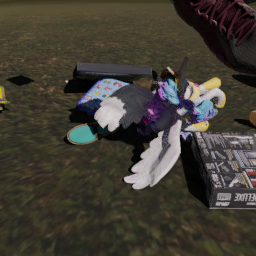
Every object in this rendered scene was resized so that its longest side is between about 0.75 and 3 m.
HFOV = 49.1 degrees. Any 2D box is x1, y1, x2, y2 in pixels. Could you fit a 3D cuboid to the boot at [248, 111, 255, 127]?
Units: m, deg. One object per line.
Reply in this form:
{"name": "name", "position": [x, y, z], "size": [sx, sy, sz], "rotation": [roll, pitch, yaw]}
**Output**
{"name": "boot", "position": [4.430, -0.348, 8.354], "size": [1.531, 0.557, 1.190], "rotation": [13, 32, 20]}

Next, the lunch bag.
{"name": "lunch bag", "position": [-0.801, -0.939, 9.374], "size": [1.240, 0.775, 1.647], "rotation": [20, 44, 27]}

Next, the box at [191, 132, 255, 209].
{"name": "box", "position": [2.459, 0.825, 6.240], "size": [1.728, 0.545, 2.191], "rotation": [0, 29, 1]}

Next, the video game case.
{"name": "video game case", "position": [-0.689, -2.031, 10.412], "size": [2.551, 0.325, 2.306], "rotation": [0, 4, -15]}

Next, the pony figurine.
{"name": "pony figurine", "position": [0.887, -0.288, 6.458], "size": [2.860, 2.761, 2.381], "rotation": [2, 47, -54]}

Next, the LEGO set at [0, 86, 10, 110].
{"name": "LEGO set", "position": [-4.795, -0.370, 7.964], "size": [2.757, 1.597, 2.120], "rotation": [-8, 0, -21]}

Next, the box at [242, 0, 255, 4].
{"name": "box", "position": [3.569, -3.863, 7.427], "size": [0.197, 1.090, 0.780], "rotation": [26, 2, -20]}

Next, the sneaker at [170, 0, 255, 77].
{"name": "sneaker", "position": [1.166, -1.549, 3.779], "size": [2.180, 0.825, 1.259], "rotation": [48, 19, 30]}

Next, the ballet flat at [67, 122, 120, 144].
{"name": "ballet flat", "position": [-0.975, 0.094, 7.757], "size": [1.561, 0.550, 0.509], "rotation": [-14, 6, -28]}

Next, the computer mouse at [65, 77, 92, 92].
{"name": "computer mouse", "position": [-2.139, -1.874, 11.350], "size": [0.999, 0.328, 1.423], "rotation": [9, 30, 14]}

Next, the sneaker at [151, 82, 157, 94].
{"name": "sneaker", "position": [0.948, -1.026, 9.331], "size": [0.852, 0.807, 2.073], "rotation": [-2, 29, -2]}
